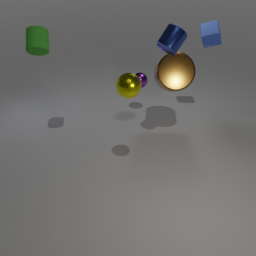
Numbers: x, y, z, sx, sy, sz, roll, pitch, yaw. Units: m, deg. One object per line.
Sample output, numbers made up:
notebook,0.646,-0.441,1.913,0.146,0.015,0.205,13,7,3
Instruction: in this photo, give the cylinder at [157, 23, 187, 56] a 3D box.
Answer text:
cylinder,1.355,-2.725,8.654,0.700,0.700,0.700,33,4,-2

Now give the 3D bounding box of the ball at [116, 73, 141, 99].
ball,0.016,-1.152,7.636,0.700,0.700,0.700,0,30,0

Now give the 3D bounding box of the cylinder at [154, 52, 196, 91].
cylinder,1.757,-2.117,10.763,1.400,1.400,1.400,1,7,1

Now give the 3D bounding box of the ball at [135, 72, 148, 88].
ball,0.533,-2.134,12.546,0.700,0.700,0.700,0,30,0

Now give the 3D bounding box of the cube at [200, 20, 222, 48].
cube,3.331,-3.767,11.247,0.700,0.700,0.700,-7,63,23

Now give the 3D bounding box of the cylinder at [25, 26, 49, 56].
cylinder,-2.841,-2.725,8.788,0.700,0.700,0.700,-4,-7,0
